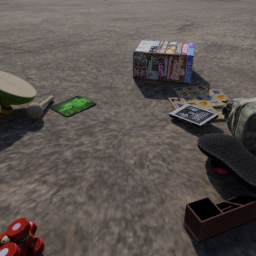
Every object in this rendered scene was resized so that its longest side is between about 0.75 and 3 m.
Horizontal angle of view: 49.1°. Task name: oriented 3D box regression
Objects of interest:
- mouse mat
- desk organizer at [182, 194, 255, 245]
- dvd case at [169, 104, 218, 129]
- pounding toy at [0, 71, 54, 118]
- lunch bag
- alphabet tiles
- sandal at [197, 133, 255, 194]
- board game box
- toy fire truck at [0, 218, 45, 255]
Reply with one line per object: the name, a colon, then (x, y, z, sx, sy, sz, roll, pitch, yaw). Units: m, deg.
mouse mat: (-1.947, -0.794, 9.927, 1.075, 0.050, 1.336, 25, 39, 35)
desk organizer: (1.846, 1.629, 5.454, 1.491, 0.574, 0.535, -13, 34, -20)
dvd case: (2.079, -0.396, 8.928, 0.928, 0.153, 1.235, -28, 36, -32)
pounding toy: (-3.927, -0.953, 9.531, 2.305, 1.070, 1.779, 28, 18, -10)
lunch bag: (3.791, -0.273, 7.863, 1.856, 1.293, 1.557, -3, 33, -5)
alphabet tiles: (2.643, -0.944, 10.126, 2.203, 0.099, 2.635, -5, 32, -7)
sandal: (2.443, 0.848, 6.537, 1.038, 0.623, 2.764, -11, 25, -8)
board game box: (1.606, -2.988, 12.372, 2.486, 1.204, 1.982, 7, 32, 11)
toy fire truck: (-2.056, 2.113, 4.691, 1.006, 0.672, 1.198, -15, 29, 11)
